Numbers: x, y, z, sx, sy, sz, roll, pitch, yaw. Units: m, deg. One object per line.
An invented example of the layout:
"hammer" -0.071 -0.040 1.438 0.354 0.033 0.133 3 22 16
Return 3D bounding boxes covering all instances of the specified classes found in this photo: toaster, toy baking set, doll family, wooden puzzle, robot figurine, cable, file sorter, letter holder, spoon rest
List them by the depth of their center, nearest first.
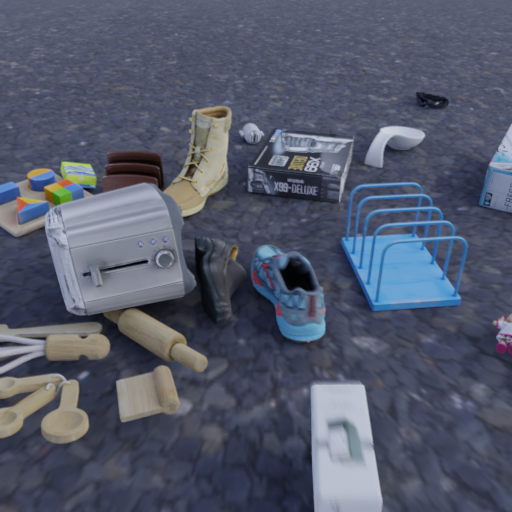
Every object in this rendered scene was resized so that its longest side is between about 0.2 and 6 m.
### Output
"toy baking set" -2.454 1.268 7.387 2.714 0.411 3.537 -14 26 -39
"doll family" 4.104 1.224 7.888 1.427 0.643 0.886 2 35 37
"toaster" -2.213 -0.189 8.820 1.874 1.648 2.901 -14 20 -17
"file sorter" 2.432 -0.236 9.418 1.440 1.273 2.075 -3 32 -6
"wooden puzzle" -4.655 -1.251 11.724 2.149 0.498 1.991 24 39 33
"letter holder" -2.694 -1.781 12.209 1.228 0.873 0.617 2 33 3
"spoon rest" 3.488 -2.939 14.215 1.131 0.690 2.277 20 38 28
"robot figurine" -0.129 -3.271 14.968 0.643 0.428 0.758 1 32 -16
"cable" 5.572 -4.982 17.776 0.980 0.305 1.201 1 32 2

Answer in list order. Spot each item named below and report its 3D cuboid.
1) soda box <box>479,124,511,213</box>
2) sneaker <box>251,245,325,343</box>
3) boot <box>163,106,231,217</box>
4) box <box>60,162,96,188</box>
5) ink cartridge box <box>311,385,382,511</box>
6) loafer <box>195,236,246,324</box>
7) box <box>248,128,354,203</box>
"soda box" 5.860 -2.003 12.484 1.028 0.956 3.007 17 36 24
"sneaker" 0.561 0.303 8.744 0.881 1.061 2.221 -7 34 -19
"boot" -1.227 -1.986 11.559 0.871 1.859 2.392 23 37 18
"box" -4.022 -1.836 12.675 0.662 0.259 1.086 2 24 -27
"ink cartridge box" 0.884 2.201 5.778 0.595 1.034 1.417 -1 33 4
"loafer" -0.537 0.294 9.065 0.781 0.786 2.160 -3 33 -9
"box" 1.106 -2.163 12.999 2.051 0.647 2.601 9 33 12
